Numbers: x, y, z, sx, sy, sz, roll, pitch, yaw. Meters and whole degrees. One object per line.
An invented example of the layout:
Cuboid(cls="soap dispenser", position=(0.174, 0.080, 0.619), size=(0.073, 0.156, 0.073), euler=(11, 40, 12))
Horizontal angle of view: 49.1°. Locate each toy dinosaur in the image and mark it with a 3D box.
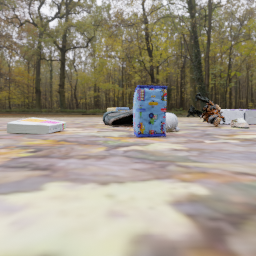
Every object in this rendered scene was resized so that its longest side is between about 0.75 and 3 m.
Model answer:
Cuboid(cls="toy dinosaur", position=(3.650, -0.734, 12.792), size=(1.620, 1.219, 2.387), euler=(24, 6, 3))

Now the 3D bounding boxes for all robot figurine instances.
Cuboid(cls="robot figurine", position=(1.227, -0.177, 8.626), size=(0.860, 0.573, 1.014), euler=(35, 11, 11))

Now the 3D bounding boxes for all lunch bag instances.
Cuboid(cls="lunch bag", position=(0.381, -0.417, 7.195), size=(0.745, 1.192, 1.584), euler=(0, 3, -13))

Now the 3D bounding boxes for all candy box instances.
Cuboid(cls="candy box", position=(5.811, -0.612, 15.389), size=(1.878, 0.801, 2.239), euler=(-2, 4, -40))

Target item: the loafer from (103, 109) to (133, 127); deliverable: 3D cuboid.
Cuboid(cls="loafer", position=(0.161, -0.373, 12.157), size=(2.456, 0.882, 0.772), euler=(-9, 24, -22))

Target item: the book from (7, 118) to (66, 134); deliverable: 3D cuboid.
Cuboid(cls="book", position=(-2.621, -0.054, 8.310), size=(1.159, 0.417, 1.734), euler=(2, 4, 3))

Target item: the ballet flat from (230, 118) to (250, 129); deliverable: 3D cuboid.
Cuboid(cls="ballet flat", position=(4.335, -0.187, 10.919), size=(0.390, 0.385, 1.145), euler=(0, 3, -12))

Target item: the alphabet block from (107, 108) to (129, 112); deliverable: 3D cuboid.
Cuboid(cls="alphabet block", position=(-0.530, -0.645, 15.157), size=(0.897, 0.902, 0.919), euler=(0, 2, -36))
